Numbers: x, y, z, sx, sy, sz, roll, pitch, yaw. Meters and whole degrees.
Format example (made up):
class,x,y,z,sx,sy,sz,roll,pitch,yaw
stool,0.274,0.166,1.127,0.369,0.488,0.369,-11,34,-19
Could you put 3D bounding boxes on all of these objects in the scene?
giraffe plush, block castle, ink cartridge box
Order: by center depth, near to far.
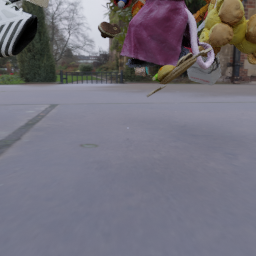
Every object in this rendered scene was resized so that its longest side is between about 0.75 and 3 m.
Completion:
class,x,y,z,sx,sy,sz,roll,pitch,yaw
giraffe plush,2.475,-2.154,6.270,1.466,1.560,1.808,19,10,-5
block castle,1.017,-3.158,7.177,2.526,1.185,1.688,28,-33,-27
ink cartridge box,2.000,-1.778,7.545,0.808,1.113,0.464,26,63,40

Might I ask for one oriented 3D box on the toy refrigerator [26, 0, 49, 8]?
class,x,y,z,sx,sy,sz,roll,pitch,yaw
toy refrigerator,-1.993,-3.614,6.458,0.507,1.449,0.550,6,22,-46

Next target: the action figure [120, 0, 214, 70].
class,x,y,z,sx,sy,sz,roll,pitch,yaw
action figure,0.574,-2.032,4.221,1.725,2.316,1.552,17,34,18

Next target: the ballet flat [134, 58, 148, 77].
class,x,y,z,sx,sy,sz,roll,pitch,yaw
ballet flat,0.358,-2.442,9.458,0.513,1.527,0.520,-7,-19,13

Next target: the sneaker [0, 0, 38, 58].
class,x,y,z,sx,sy,sz,roll,pitch,yaw
sneaker,-3.017,-2.861,6.817,1.633,2.839,1.071,-2,-19,-12

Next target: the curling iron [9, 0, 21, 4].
class,x,y,z,sx,sy,sz,roll,pitch,yaw
curling iron,-3.096,-3.729,7.923,1.338,0.171,0.332,-31,-3,-14

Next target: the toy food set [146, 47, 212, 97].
class,x,y,z,sx,sy,sz,roll,pitch,yaw
toy food set,0.607,-0.766,3.550,0.902,0.181,0.623,-37,-2,38

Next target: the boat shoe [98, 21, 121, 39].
class,x,y,z,sx,sy,sz,roll,pitch,yaw
boat shoe,-0.863,-4.011,11.811,0.663,0.662,1.793,-34,0,26
